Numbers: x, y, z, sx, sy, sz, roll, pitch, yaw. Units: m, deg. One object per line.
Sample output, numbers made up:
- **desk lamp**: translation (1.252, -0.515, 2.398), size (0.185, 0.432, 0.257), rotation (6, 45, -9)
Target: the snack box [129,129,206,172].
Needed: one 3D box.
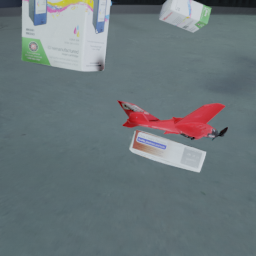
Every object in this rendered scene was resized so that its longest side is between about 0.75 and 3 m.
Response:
- **snack box**: translation (0.372, 0.286, 3.298), size (0.650, 0.220, 1.807), rotation (17, -5, 4)

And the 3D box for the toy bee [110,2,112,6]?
- **toy bee**: translation (-0.947, -3.890, 8.406), size (1.033, 1.244, 1.901), rotation (9, 14, 26)

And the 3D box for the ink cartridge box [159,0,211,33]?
- **ink cartridge box**: translation (1.376, -2.796, 6.860), size (1.015, 0.426, 0.735), rotation (15, -1, -14)

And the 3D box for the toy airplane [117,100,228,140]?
- **toy airplane**: translation (0.658, -0.072, 4.245), size (1.760, 1.760, 0.324), rotation (8, 74, 14)

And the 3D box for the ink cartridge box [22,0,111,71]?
- **ink cartridge box**: translation (-1.255, -2.359, 5.697), size (1.590, 2.188, 0.958), rotation (15, 17, 21)
